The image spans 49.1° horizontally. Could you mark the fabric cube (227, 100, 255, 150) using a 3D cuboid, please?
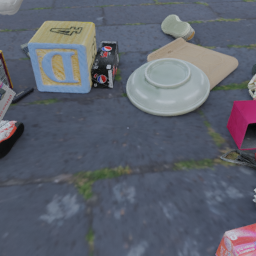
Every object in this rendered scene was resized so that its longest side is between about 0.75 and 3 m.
[{"bbox_3d":[3.643,-0.113,8.136,1.038,1.058,1.055,-4,41,-2],"label":"fabric cube"}]

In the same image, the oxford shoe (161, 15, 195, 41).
[{"bbox_3d":[2.462,-4.972,14.037,0.781,1.017,2.704,28,18,-33],"label":"oxford shoe"}]

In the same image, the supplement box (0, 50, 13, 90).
[{"bbox_3d":[-5.518,-1.813,9.714,2.379,1.557,1.227,4,41,6],"label":"supplement box"}]

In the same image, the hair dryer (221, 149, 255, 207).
[{"bbox_3d":[4.062,0.956,7.134,2.799,0.760,2.132,-7,40,-10],"label":"hair dryer"}]

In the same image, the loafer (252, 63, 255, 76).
[{"bbox_3d":[5.507,-1.843,10.404,0.681,0.778,2.165,-4,39,-14],"label":"loafer"}]

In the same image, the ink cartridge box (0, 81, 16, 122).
[{"bbox_3d":[-3.390,-0.694,6.272,0.687,1.570,1.141,21,77,10],"label":"ink cartridge box"}]

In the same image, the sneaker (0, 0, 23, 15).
[{"bbox_3d":[-2.789,-3.746,7.031,0.925,1.180,2.374,37,47,-12],"label":"sneaker"}]

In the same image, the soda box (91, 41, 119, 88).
[{"bbox_3d":[-0.853,-2.562,11.112,0.765,0.855,2.416,1,41,5],"label":"soda box"}]

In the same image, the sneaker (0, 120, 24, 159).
[{"bbox_3d":[-3.746,0.317,8.062,0.835,0.520,1.557,8,38,11],"label":"sneaker"}]

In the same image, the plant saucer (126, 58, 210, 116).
[{"bbox_3d":[1.389,-1.718,9.897,2.987,0.750,2.987,-4,48,4],"label":"plant saucer"}]

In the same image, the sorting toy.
[{"bbox_3d":[2.666,-2.665,11.572,2.926,0.534,2.708,33,51,26],"label":"sorting toy"}]

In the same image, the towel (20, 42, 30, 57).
[{"bbox_3d":[-3.915,-3.699,12.944,1.701,0.294,1.638,-26,44,-24],"label":"towel"}]

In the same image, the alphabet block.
[{"bbox_3d":[-2.273,-2.652,10.394,1.986,1.975,2.022,4,40,2],"label":"alphabet block"}]

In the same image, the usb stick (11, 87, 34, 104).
[{"bbox_3d":[-3.822,-1.191,10.061,0.283,0.166,1.019,21,45,22],"label":"usb stick"}]

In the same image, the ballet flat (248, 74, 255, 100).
[{"bbox_3d":[4.632,-1.471,10.128,0.518,0.613,1.622,-13,32,22],"label":"ballet flat"}]

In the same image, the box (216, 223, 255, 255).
[{"bbox_3d":[2.842,2.404,5.315,1.955,0.925,1.003,-10,42,-12],"label":"box"}]
